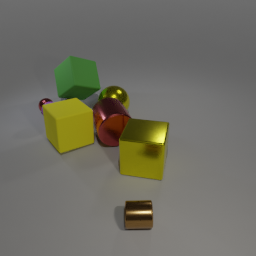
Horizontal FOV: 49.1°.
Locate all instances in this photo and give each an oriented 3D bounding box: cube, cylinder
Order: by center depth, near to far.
[{"bbox_3d":[0.279,2.230,7.245,0.700,0.700,0.700,-2,31,1],"label":"cylinder"},{"bbox_3d":[0.559,0.658,9.212,1.400,1.400,1.400,6,31,11],"label":"cube"},{"bbox_3d":[-2.214,-0.139,10.447,1.400,1.400,1.400,-17,33,-30],"label":"cube"},{"bbox_3d":[-0.599,-0.252,10.680,1.400,1.400,1.400,-9,34,-15],"label":"cylinder"},{"bbox_3d":[-2.280,-2.188,12.568,1.400,1.400,1.400,1,-18,-45],"label":"cube"}]

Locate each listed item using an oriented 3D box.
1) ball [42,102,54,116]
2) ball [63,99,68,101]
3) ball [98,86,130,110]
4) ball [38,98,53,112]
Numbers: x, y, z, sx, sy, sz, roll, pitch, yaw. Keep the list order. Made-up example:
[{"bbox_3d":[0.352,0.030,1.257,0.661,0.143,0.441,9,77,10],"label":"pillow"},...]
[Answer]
[{"bbox_3d":[-3.134,-0.714,11.332,0.700,0.700,0.700,0,31,0],"label":"ball"},{"bbox_3d":[-2.692,-0.972,12.672,0.700,0.700,0.700,0,31,0],"label":"ball"},{"bbox_3d":[-0.619,-1.157,12.287,1.400,1.400,1.400,0,31,0],"label":"ball"},{"bbox_3d":[-3.716,-1.012,12.754,0.700,0.700,0.700,0,31,0],"label":"ball"}]
